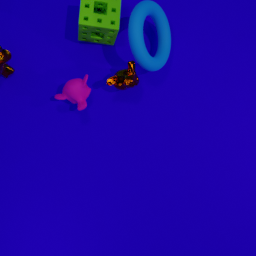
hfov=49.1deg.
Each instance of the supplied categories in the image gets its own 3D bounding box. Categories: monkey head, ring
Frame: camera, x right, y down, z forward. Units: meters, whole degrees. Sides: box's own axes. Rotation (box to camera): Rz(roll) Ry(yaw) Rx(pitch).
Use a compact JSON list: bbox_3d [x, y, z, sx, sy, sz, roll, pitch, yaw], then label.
[{"bbox_3d":[-3.888,-1.757,8.140,1.672,1.203,1.008,-34,44,13],"label":"monkey head"},{"bbox_3d":[0.661,-2.601,7.981,0.387,1.933,1.933,3,84,36],"label":"ring"},{"bbox_3d":[-0.088,-1.536,8.142,0.730,1.212,0.872,11,115,30],"label":"monkey head"},{"bbox_3d":[-1.492,-0.981,8.091,1.210,0.729,0.870,-30,45,15],"label":"monkey head"}]

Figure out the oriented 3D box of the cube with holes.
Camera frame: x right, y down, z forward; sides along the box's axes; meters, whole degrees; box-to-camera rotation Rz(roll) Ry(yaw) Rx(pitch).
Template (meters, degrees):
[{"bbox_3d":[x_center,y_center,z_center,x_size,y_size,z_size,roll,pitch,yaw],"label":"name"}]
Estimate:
[{"bbox_3d":[-0.866,-3.281,8.322,1.118,1.118,1.118,5,83,-10],"label":"cube with holes"}]
